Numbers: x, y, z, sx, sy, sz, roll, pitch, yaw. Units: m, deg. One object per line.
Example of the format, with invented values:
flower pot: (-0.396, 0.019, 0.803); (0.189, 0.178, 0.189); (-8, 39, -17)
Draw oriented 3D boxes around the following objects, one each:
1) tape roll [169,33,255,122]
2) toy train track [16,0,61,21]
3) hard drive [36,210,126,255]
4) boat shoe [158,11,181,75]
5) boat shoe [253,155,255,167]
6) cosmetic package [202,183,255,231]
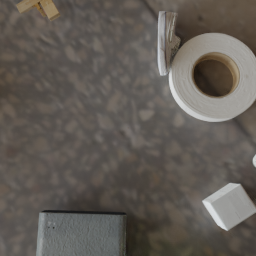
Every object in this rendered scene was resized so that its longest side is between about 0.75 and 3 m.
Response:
tape roll: (2.210, -1.294, 7.160); (2.299, 0.420, 2.299); (0, 80, -1)
toy train track: (-2.461, -3.923, 7.643); (1.494, 0.424, 2.605); (-29, 76, 3)
hard drive: (-1.069, 3.382, 6.339); (1.994, 0.470, 2.858); (2, 82, 0)
boat shoe: (1.067, -2.201, 7.242); (0.577, 0.632, 1.756); (1, 72, 5)
boat shoe: (3.613, 0.445, 6.866); (0.500, 0.435, 1.357); (43, 83, 6)
cosmetic package: (2.345, 1.802, 6.505); (0.846, 0.708, 0.704); (-31, 82, -5)
